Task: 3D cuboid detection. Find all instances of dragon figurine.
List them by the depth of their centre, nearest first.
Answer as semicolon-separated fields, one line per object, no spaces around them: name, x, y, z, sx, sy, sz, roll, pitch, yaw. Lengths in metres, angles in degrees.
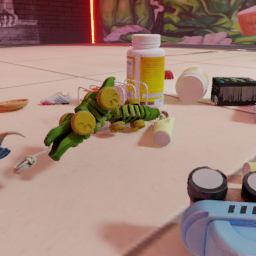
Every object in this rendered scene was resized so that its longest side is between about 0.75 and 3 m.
dragon figurine;-2.522;0.352;5.223;1.546;0.455;0.769;-28;-9;4

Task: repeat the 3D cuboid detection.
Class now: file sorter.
file sorter;-0.476;-0.768;8.668;1.888;1.176;1.310;-15;25;-34

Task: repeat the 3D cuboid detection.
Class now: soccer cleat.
soccer cleat;-2.756;-1.156;10.669;1.160;0.501;0.405;-3;21;-7

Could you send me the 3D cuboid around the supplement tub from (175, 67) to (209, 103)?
supplement tub;2.547;-1.707;11.107;1.228;1.228;1.689;7;22;17

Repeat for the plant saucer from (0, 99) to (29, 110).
plant saucer;-4.157;-0.843;10.062;1.189;0.223;1.189;-6;14;1

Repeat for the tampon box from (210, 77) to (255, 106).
tampon box;4.051;-1.416;10.757;1.454;0.918;1.089;0;20;1

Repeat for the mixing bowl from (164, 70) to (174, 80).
mixing bowl;2.200;-3.005;15.768;0.817;0.443;0.817;0;21;0

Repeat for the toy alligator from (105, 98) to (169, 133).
toy alligator;0.290;-0.434;7.954;2.626;0.870;0.631;-7;-16;-34

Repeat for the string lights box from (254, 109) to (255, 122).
string lights box;4.897;-0.729;9.292;1.127;0.647;2.194;10;23;26

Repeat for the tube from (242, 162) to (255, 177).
tube;2.981;0.875;5.450;1.415;0.367;0.411;4;59;-2

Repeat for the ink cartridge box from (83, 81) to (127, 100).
ink cartridge box;-0.284;-1.969;12.662;2.850;0.813;2.316;21;29;36

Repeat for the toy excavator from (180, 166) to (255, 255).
toy excavator;1.599;1.524;3.007;2.049;1.053;2.108;2;33;10

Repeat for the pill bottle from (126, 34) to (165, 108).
pill bottle;0.633;-2.041;10.120;1.380;2.527;1.380;0;20;0

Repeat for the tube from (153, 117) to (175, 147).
tube;0.951;0.005;7.667;0.513;0.459;1.769;27;19;1

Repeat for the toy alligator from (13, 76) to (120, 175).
toy alligator;-1.012;0.028;5.560;2.777;0.667;0.920;-47;22;-22
